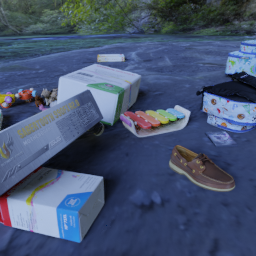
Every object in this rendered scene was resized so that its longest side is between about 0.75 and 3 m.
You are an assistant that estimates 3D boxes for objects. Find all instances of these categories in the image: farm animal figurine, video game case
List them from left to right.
[{"bbox_3d":[-2.616,-1.009,9.688,1.158,0.721,1.434,-14,26,-30],"label":"farm animal figurine"},{"bbox_3d":[2.436,0.286,7.365,0.578,0.077,0.809,-1,23,-5],"label":"video game case"}]

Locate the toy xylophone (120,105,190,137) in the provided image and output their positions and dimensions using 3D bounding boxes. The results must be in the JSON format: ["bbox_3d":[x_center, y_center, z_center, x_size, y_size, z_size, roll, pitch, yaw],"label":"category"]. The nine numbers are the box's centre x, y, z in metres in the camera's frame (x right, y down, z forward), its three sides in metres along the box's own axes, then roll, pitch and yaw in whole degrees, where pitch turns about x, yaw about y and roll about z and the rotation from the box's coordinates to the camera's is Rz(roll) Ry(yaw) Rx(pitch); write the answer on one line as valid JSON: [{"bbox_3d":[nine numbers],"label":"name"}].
[{"bbox_3d":[0.688,-0.261,8.140,2.034,0.511,1.489,-14,26,-31],"label":"toy xylophone"}]

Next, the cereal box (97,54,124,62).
[{"bbox_3d":[-1.208,-4.942,19.747,1.867,0.369,1.344,-1,22,-3],"label":"cereal box"}]

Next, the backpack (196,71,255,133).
[{"bbox_3d":[3.151,-0.657,7.943,1.857,1.431,1.769,-24,27,-27],"label":"backpack"}]

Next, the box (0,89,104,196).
[{"bbox_3d":[-2.117,0.380,5.021,2.351,0.717,2.968,-21,12,29],"label":"box"}]

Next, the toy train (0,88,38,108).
[{"bbox_3d":[-4.432,-1.111,10.263,1.973,0.549,1.482,6,22,7],"label":"toy train"}]

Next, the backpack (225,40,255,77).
[{"bbox_3d":[6.342,-3.365,13.904,2.377,1.909,2.597,-14,22,-39],"label":"backpack"}]

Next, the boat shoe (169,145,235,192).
[{"bbox_3d":[1.427,0.781,5.603,0.541,0.508,1.503,-17,28,-36],"label":"boat shoe"}]

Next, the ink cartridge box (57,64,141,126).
[{"bbox_3d":[-0.850,-1.236,9.381,1.901,1.102,2.625,17,25,12],"label":"ink cartridge box"}]

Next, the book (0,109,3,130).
[{"bbox_3d":[-4.611,-0.072,7.910,1.885,0.453,1.259,-6,26,-18],"label":"book"}]

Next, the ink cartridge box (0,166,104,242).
[{"bbox_3d":[-1.350,1.153,4.600,1.702,0.572,0.989,6,23,16],"label":"ink cartridge box"}]

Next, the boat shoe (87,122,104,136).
[{"bbox_3d":[-1.274,-0.220,7.868,1.463,0.532,0.459,26,-2,41],"label":"boat shoe"}]
